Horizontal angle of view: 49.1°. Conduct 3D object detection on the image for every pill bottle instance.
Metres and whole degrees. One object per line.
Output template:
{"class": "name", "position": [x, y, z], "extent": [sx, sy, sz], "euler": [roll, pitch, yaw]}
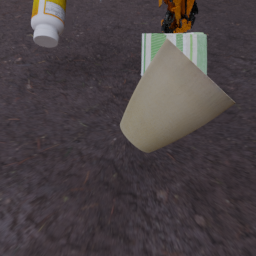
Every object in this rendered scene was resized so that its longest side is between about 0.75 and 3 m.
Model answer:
{"class": "pill bottle", "position": [-2.442, -3.446, 8.633], "extent": [0.977, 0.977, 1.759], "euler": [2, 77, 2]}

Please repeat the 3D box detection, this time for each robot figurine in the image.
{"class": "robot figurine", "position": [1.297, -3.262, 7.265], "extent": [1.409, 1.943, 0.566], "euler": [-36, 52, -26]}

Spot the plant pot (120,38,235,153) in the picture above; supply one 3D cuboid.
{"class": "plant pot", "position": [0.570, -0.334, 4.147], "extent": [1.317, 1.406, 1.317], "euler": [39, 18, -15]}

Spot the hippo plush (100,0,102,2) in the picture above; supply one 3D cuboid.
{"class": "hippo plush", "position": [-1.048, -4.573, 7.836], "extent": [1.414, 1.759, 1.401], "euler": [32, 30, 33]}

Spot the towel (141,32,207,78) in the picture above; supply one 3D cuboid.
{"class": "towel", "position": [0.940, -1.463, 5.764], "extent": [1.331, 1.015, 0.156], "euler": [1, -3, 4]}
